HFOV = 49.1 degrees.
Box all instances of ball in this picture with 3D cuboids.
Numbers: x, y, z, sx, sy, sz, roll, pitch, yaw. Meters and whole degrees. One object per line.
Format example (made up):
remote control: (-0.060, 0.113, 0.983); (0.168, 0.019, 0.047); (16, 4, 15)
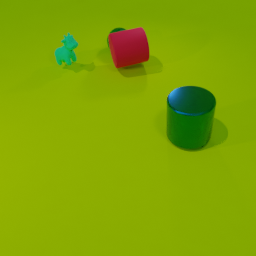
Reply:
ball: (-0.318, -3.327, 10.705); (0.977, 0.977, 0.977); (0, 47, 0)

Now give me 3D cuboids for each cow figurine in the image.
cow figurine: (-2.192, -2.752, 9.812); (1.074, 1.057, 0.590); (7, 38, 31)

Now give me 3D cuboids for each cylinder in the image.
cylinder: (0.023, -2.802, 9.794); (1.188, 1.188, 1.188); (-14, 49, -6)
cylinder: (1.682, -0.292, 7.625); (1.257, 1.257, 1.257); (-4, 43, 3)
